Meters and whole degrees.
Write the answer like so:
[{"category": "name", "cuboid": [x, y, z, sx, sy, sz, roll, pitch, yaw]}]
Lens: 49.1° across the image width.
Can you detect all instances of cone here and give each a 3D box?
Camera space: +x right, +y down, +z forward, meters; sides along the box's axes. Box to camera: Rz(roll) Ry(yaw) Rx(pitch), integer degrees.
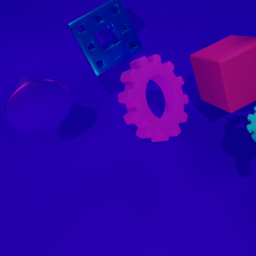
[{"category": "cone", "cuboid": [-2.125, -0.806, 6.120, 1.356, 1.356, 1.361, -27, 51, -16]}]

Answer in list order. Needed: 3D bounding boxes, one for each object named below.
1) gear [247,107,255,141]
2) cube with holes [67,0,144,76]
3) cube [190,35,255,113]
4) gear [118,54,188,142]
[{"category": "gear", "cuboid": [3.304, -0.111, 6.345, 1.099, 0.203, 1.099, -18, 56, 28]}, {"category": "cube with holes", "cuboid": [-0.650, -2.446, 7.488, 1.391, 1.391, 1.391, -30, 23, -2]}, {"category": "cube", "cuboid": [2.678, -1.446, 7.266, 1.384, 1.384, 1.384, -27, 26, -8]}, {"category": "gear", "cuboid": [0.615, -0.646, 6.156, 0.342, 1.850, 1.850, -10, 44, 49]}]
